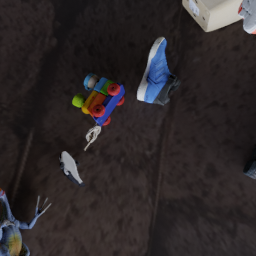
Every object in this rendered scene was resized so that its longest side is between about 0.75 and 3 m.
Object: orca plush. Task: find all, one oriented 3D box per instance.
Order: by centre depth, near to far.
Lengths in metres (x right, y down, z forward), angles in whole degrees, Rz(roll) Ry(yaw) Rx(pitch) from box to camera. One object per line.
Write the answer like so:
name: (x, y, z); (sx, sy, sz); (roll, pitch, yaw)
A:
orca plush: (-1.548, 1.173, 7.539); (1.099, 0.391, 0.578); (47, 37, 5)

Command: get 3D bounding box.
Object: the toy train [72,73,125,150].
toy train: (-1.059, -0.518, 7.655); (1.154, 0.844, 1.994); (31, 79, 17)

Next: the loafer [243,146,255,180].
loafer: (3.603, 0.798, 7.532); (0.456, 0.459, 1.262); (32, 89, -1)

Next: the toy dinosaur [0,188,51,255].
toy dinosaur: (-3.049, 2.647, 6.821); (2.434, 1.278, 2.209); (-45, 61, 3)

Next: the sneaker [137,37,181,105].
sneaker: (1.025, -1.562, 7.865); (1.056, 0.728, 1.898); (17, 82, 10)

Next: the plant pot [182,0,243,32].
plant pot: (2.564, -3.876, 7.970); (1.608, 1.814, 1.816); (-37, 80, 5)

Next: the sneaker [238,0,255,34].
sneaker: (2.911, -2.475, 5.977); (0.805, 0.757, 1.965); (24, 52, -8)
